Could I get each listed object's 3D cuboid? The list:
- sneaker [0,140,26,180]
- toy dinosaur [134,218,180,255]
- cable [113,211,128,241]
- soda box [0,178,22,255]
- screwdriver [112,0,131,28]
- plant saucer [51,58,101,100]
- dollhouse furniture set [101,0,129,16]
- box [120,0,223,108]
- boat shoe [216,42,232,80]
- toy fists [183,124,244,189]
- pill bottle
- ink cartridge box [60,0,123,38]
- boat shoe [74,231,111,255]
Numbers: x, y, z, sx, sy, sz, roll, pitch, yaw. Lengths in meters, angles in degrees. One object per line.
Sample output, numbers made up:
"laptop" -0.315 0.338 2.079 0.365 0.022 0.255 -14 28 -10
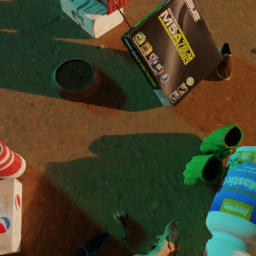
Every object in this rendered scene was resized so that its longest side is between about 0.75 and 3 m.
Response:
"sneaker" -4.508 0.784 7.586 2.982 1.677 1.062 -1 63 -1
"toy dinosaur" 0.225 3.536 6.428 2.955 2.003 1.268 -43 67 15
"cable" -0.125 2.617 7.576 0.375 0.194 0.771 -10 75 -24
"soda box" -3.209 2.322 7.409 0.586 0.627 1.841 -7 64 -3
"screwdriver" 0.132 -3.465 9.735 2.512 0.350 0.365 57 40 -14
"plant saucer" -1.816 -1.782 9.660 1.731 0.298 1.731 0 62 0
"dollhouse furniture set" -0.675 -5.254 9.255 1.002 2.464 1.326 -35 70 -19
"box" 1.498 -2.493 8.855 2.636 0.648 2.729 -42 114 -14
"boat shoe" 3.395 -2.374 9.810 0.535 0.536 1.448 3 63 1
"toy fists" 2.382 0.808 7.921 0.749 1.110 2.177 43 68 -9
"pill bottle" 2.943 2.062 6.964 1.635 1.635 2.918 25 66 12
"ink cartridge box" -1.390 -4.638 10.752 1.504 0.868 2.067 -39 70 -18
"boat shoe" -0.969 3.020 7.190 0.482 0.393 1.146 41 70 18
